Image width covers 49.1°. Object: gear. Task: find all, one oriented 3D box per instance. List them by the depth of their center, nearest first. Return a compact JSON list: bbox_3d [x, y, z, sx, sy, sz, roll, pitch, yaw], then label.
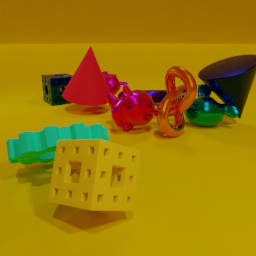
[{"bbox_3d":[-1.117,0.288,4.604,1.594,0.295,1.594,-11,-11,-2],"label":"gear"}]

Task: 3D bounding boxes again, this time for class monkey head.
[{"bbox_3d":[0.054,-0.592,6.885,1.721,1.037,1.238,30,25,-56],"label":"monkey head"},{"bbox_3d":[2.010,-0.624,7.336,1.621,1.166,0.977,7,0,6],"label":"monkey head"},{"bbox_3d":[-0.737,-1.641,10.442,1.357,0.818,0.976,-25,35,2],"label":"monkey head"}]

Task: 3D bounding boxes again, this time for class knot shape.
[{"bbox_3d":[1.093,-0.526,6.625,0.741,1.500,1.603,14,-18,3],"label":"knot shape"}]

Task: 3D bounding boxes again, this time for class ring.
[{"bbox_3d":[0.622,-1.008,8.898,1.905,0.381,1.905,-1,8,0],"label":"ring"}]

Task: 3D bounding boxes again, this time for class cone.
[{"bbox_3d":[2.750,-0.893,7.256,1.507,1.513,1.507,-19,23,8],"label":"cone"},{"bbox_3d":[-1.183,-1.691,8.514,1.559,1.564,1.559,6,26,-3],"label":"cone"}]

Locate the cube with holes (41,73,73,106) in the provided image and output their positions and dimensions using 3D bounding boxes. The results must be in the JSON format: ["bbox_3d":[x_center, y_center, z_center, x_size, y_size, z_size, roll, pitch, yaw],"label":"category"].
[{"bbox_3d":[-2.445,-1.398,9.989,0.935,0.935,0.935,-11,22,-32],"label":"cube with holes"}]

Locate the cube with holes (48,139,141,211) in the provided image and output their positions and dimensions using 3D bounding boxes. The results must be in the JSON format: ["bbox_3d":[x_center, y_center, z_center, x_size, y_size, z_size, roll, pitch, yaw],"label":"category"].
[{"bbox_3d":[-0.408,0.599,3.544,0.768,0.768,0.768,-3,-15,39],"label":"cube with holes"}]
